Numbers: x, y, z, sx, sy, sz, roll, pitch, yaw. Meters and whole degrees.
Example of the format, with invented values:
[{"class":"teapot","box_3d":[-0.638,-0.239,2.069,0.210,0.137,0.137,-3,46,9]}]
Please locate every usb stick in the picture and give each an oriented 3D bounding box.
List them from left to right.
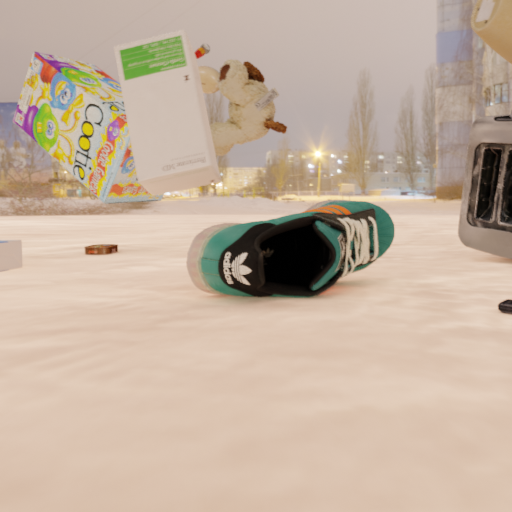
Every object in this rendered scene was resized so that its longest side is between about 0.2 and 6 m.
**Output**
[{"class":"usb stick","box_3d":[2.514,0.494,4.866,0.224,0.132,0.807,-10,10,-34]}]

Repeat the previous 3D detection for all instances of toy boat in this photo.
[{"class":"toy boat","box_3d":[-1.182,-4.379,13.171,0.929,1.106,0.514,14,46,25]}]

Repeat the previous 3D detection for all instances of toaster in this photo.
[{"class":"toaster","box_3d":[4.917,-1.069,9.302,1.664,2.804,2.536,-7,16,-38]}]

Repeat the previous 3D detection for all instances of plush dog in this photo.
[{"class":"plush dog","box_3d":[-0.105,-3.564,13.564,1.823,2.272,1.951,12,29,-2]}]

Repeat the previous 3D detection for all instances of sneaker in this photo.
[{"class":"sneaker","box_3d":[0.744,-0.043,6.320,2.922,1.043,1.168,-14,14,-36]}]

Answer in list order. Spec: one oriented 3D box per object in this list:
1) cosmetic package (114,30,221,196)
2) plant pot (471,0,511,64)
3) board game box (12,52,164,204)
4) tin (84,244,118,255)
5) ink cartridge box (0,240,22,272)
[{"class":"cosmetic package","box_3d":[-0.992,-1.587,6.360,0.867,1.611,0.683,-13,-10,3]},{"class":"plant pot","box_3d":[4.124,-3.550,8.574,1.487,1.393,1.393,11,2,-15]},{"class":"board game box","box_3d":[-3.227,-2.629,11.544,3.173,1.634,1.664,39,26,22]},{"class":"tin","box_3d":[-3.118,-0.128,11.282,0.522,0.195,0.932,5,6,5]},{"class":"ink cartridge box","box_3d":[-4.386,-0.011,8.505,1.359,0.453,0.787,1,5,10]}]
